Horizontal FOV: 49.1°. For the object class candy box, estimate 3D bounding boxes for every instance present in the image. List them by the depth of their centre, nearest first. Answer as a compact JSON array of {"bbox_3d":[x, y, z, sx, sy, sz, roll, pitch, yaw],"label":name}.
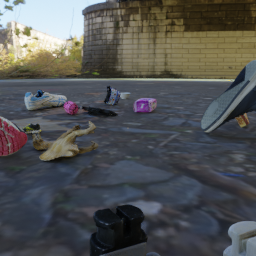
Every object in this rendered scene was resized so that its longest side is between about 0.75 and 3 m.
[{"bbox_3d":[4.257,-0.591,10.735,0.344,0.719,1.245,-32,9,26],"label":"candy box"}]

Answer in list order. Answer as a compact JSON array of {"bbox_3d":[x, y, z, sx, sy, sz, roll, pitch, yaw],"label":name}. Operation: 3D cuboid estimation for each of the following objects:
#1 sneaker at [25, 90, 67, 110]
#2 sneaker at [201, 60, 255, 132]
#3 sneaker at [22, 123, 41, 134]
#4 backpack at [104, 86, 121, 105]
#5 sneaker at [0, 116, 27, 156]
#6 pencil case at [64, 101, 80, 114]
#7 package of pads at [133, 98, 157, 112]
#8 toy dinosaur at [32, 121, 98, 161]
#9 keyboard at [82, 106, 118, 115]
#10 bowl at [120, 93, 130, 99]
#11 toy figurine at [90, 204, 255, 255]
[{"bbox_3d":[-4.326,-1.586,15.110,0.988,0.996,2.748,6,13,30],"label":"sneaker"},{"bbox_3d":[3.900,-0.557,9.151,1.998,2.765,1.051,28,31,-20],"label":"sneaker"},{"bbox_3d":[-3.358,0.004,9.482,0.785,0.332,0.292,-4,12,-16],"label":"sneaker"},{"bbox_3d":[-0.901,-1.796,16.184,0.842,1.093,1.041,12,15,-8],"label":"backpack"},{"bbox_3d":[-3.555,0.057,7.626,2.631,1.061,0.983,9,13,37],"label":"sneaker"},{"bbox_3d":[-2.727,-1.002,13.426,0.548,0.566,1.209,-3,12,-26],"label":"pencil case"},{"bbox_3d":[0.873,-1.162,14.121,0.908,0.570,1.507,1,12,16],"label":"package of pads"},{"bbox_3d":[-1.454,0.473,6.990,1.461,0.841,2.890,-27,18,-31],"label":"toy dinosaur"},{"bbox_3d":[-1.439,-0.708,13.012,1.849,0.366,0.962,9,-8,38],"label":"keyboard"},{"bbox_3d":[-0.237,-2.214,19.241,0.830,0.373,0.830,-1,13,0],"label":"bowl"},{"bbox_3d":[0.268,1.373,1.688,1.763,1.226,1.735,2,7,15],"label":"toy figurine"}]
